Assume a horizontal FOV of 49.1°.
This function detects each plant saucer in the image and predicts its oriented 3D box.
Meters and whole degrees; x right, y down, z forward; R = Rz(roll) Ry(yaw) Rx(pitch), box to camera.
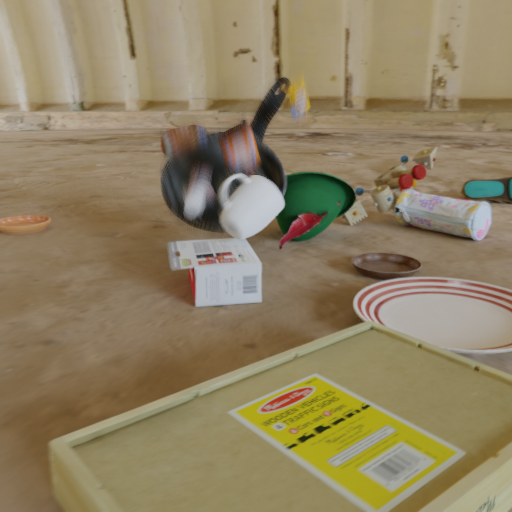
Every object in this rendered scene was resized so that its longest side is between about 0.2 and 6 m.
[{"bbox_3d":[-5.463,-0.723,13.090,1.264,0.237,1.264,-1,17,0],"label":"plant saucer"},{"bbox_3d":[2.321,0.200,10.017,1.227,0.211,1.227,-1,17,0],"label":"plant saucer"}]

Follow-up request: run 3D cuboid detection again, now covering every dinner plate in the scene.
[{"bbox_3d":[2.660,0.828,7.710,2.629,0.319,2.629,0,16,0],"label":"dinner plate"}]

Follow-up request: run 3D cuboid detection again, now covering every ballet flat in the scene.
[{"bbox_3d":[7.197,-1.843,16.225,2.467,0.837,0.892,0,-3,12],"label":"ballet flat"}]

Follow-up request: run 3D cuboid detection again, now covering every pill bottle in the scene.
[{"bbox_3d":[-1.000,-1.014,9.450,0.354,0.354,0.592,4,45,13],"label":"pill bottle"}]

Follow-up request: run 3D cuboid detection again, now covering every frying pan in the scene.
[{"bbox_3d":[-0.589,-2.091,11.410,2.433,0.655,4.023,3,59,1],"label":"frying pan"}]

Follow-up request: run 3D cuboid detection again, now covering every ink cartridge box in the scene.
[{"bbox_3d":[-0.725,0.229,9.095,1.388,0.663,1.580,-3,17,-9],"label":"ink cartridge box"}]

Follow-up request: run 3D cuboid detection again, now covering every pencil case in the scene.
[{"bbox_3d":[4.190,-0.949,12.681,2.103,0.874,0.954,18,7,43],"label":"pencil case"}]

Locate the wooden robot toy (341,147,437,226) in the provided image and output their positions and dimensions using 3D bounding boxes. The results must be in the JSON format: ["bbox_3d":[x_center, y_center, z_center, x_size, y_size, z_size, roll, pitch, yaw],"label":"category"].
[{"bbox_3d":[3.539,-1.416,13.784,2.988,1.356,1.316,-36,19,-16],"label":"wooden robot toy"}]

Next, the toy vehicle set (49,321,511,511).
[{"bbox_3d":[0.621,1.603,4.701,3.871,0.513,2.405,-13,21,-37],"label":"toy vehicle set"}]

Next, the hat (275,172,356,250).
[{"bbox_3d":[1.044,-0.409,11.824,2.396,2.109,1.985,13,-31,-25],"label":"hat"}]

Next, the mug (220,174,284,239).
[{"bbox_3d":[-0.190,-0.860,9.280,0.935,1.066,0.787,-47,31,-22],"label":"mug"}]

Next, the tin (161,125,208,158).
[{"bbox_3d":[-1.504,-2.409,11.802,1.094,0.613,0.229,-21,33,-32],"label":"tin"}]

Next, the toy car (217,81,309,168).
[{"bbox_3d":[0.286,-2.360,10.431,2.225,0.740,1.091,-33,29,-9],"label":"toy car"}]
